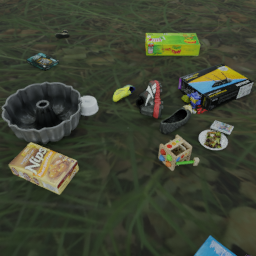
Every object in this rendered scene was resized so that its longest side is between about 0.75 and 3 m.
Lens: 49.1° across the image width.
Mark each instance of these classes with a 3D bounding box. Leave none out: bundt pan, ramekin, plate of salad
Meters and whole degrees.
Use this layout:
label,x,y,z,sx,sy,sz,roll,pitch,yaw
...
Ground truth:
label,x,y,z,sx,sy,sz,roll,pitch,yaw
bundt pan,-3.064,-0.493,10.400,2.850,1.070,2.850,0,44,0
ramekin,-1.647,-0.925,11.334,0.856,0.417,0.856,0,43,0
plate of salad,3.069,0.385,10.061,1.021,0.245,1.021,1,43,-1

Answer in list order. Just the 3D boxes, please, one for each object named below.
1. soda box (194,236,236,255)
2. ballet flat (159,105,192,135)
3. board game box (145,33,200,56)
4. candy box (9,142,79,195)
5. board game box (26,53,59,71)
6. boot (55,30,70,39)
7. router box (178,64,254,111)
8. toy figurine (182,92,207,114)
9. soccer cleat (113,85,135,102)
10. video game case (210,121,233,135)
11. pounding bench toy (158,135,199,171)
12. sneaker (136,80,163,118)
label,x,y,z,sx,sy,sz,roll,pitch,yaw
soda box,1.314,3.704,6.007,0.872,0.922,2.718,34,53,31
ballet flat,1.874,-0.378,10.639,0.608,0.520,1.831,29,52,32
board game box,2.325,-4.480,14.960,2.728,0.649,1.386,0,43,0
candy box,-2.662,1.248,8.926,1.870,0.517,1.080,19,47,18
board game box,-4.288,-3.345,14.083,1.377,0.194,0.931,27,49,26
boot,-3.834,-5.458,16.277,0.819,0.296,0.618,-6,41,-15
router box,3.750,-1.826,12.063,2.547,0.650,1.900,-22,46,-25
toy figurine,2.741,-1.222,11.422,0.643,0.730,1.219,-15,46,-17
soccer cleat,-0.165,-1.490,11.928,0.512,0.396,1.223,19,44,32
video game case,3.508,-0.028,10.433,0.711,0.092,0.781,22,27,22
pounding bench toy,1.635,0.949,9.124,0.878,0.699,1.125,-27,49,-26
sneaker,0.845,-1.267,11.431,1.061,0.768,2.172,3,45,0
